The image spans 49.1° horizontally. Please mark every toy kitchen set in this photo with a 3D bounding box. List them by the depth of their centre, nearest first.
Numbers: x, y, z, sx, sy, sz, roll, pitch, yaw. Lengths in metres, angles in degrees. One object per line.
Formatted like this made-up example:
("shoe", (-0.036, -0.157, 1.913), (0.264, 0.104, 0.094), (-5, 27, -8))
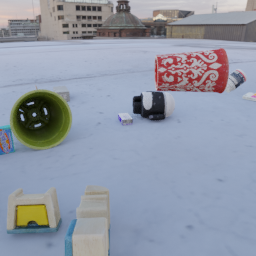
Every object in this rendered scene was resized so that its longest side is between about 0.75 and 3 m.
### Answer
("toy kitchen set", (-1.460, 2.245, 5.236), (2.245, 1.651, 2.803), (-2, 3, -3))

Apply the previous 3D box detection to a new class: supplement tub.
("supplement tub", (4.066, -1.810, 10.773), (0.838, 0.588, 0.588), (-37, 28, 0))

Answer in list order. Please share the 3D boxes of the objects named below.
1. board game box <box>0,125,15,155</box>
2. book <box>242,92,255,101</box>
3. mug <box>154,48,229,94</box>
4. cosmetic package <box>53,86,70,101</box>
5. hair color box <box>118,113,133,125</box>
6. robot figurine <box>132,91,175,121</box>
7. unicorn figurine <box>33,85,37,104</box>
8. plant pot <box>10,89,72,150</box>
("board game box", (-4.615, 0.476, 9.562), (1.290, 0.981, 0.290), (-12, 25, -25))
("book", (7.228, -1.720, 15.716), (1.267, 0.305, 0.847), (20, 32, 40))
("mug", (1.808, -1.562, 8.525), (1.970, 1.749, 1.314), (-2, 65, -1))
("cosmetic package", (-3.767, -1.945, 15.844), (0.750, 0.633, 1.404), (-7, 21, -18))
("hair color box", (-0.126, -0.410, 12.582), (0.472, 0.280, 0.864), (-5, 21, -14))
("robot figurine", (1.188, -1.056, 12.975), (1.947, 1.463, 1.215), (-1, -1, -3))
("unicorn figurine", (-4.422, -1.541, 14.852), (2.100, 0.775, 1.442), (19, 16, 8))
("plant pot", (-3.480, -0.427, 10.770), (2.150, 2.150, 2.042), (-12, 13, -26))
